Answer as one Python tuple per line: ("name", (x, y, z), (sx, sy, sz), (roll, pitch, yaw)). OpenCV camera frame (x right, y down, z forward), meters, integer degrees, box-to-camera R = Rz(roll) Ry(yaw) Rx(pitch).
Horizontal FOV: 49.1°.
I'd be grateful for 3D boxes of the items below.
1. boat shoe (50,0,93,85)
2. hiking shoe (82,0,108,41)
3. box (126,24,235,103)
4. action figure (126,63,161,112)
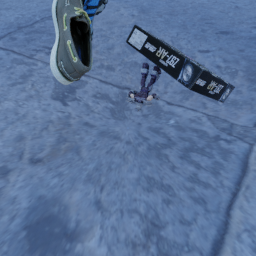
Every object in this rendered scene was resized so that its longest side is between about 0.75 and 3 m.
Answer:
("boat shoe", (-1.293, -2.379, 6.867), (0.819, 0.979, 2.739), (-16, 65, 28))
("hiking shoe", (-1.473, -3.434, 8.467), (0.978, 1.140, 2.629), (14, 75, 14))
("box", (1.179, -1.447, 6.338), (1.705, 0.463, 2.128), (7, 32, -50))
("action figure", (0.369, -0.802, 5.813), (0.707, 0.377, 1.086), (15, 71, 14))
